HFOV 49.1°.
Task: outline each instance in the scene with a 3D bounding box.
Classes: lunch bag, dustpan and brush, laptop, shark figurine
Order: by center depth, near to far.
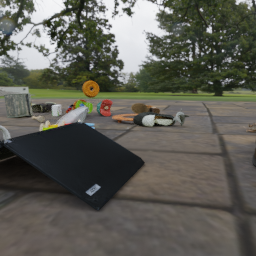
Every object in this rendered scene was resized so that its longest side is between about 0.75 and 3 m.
[{"bbox_3d":[-1.557,0.824,5.499,2.960,1.528,2.623,-24,-1,19],"label":"laptop"},{"bbox_3d":[-2.337,-0.126,10.033,1.868,0.534,1.303,-41,-8,-30],"label":"dustpan and brush"},{"bbox_3d":[2.279,-0.476,11.684,0.516,0.739,1.236,12,0,25],"label":"shark figurine"},{"bbox_3d":[-6.010,-1.287,15.814,0.945,1.319,1.608,-2,7,26],"label":"lunch bag"}]

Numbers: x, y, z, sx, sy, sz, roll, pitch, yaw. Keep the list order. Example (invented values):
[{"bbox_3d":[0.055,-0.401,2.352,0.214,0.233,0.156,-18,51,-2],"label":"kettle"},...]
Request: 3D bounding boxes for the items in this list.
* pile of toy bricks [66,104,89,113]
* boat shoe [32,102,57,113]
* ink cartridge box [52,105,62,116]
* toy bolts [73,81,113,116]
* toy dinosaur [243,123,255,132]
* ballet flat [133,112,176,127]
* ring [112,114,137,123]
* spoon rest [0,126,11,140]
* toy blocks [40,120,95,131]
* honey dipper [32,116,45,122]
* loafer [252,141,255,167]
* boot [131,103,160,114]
[{"bbox_3d":[-2.785,-0.729,14.654,0.764,0.858,1.547,-39,2,27],"label":"pile of toy bricks"},{"bbox_3d":[-5.664,-1.299,18.497,1.910,0.699,0.619,-8,19,-12],"label":"boat shoe"},{"bbox_3d":[-4.238,-1.051,16.665,0.353,0.611,0.840,0,8,1],"label":"ink cartridge box"},{"bbox_3d":[-2.044,-1.555,16.503,2.178,2.080,1.511,16,-6,-23],"label":"toy bolts"},{"bbox_3d":[4.786,0.009,10.472,0.592,0.375,0.873,6,-14,-40],"label":"toy dinosaur"},{"bbox_3d":[1.172,-0.347,11.962,1.869,0.636,0.639,-2,16,-12],"label":"ballet flat"},{"bbox_3d":[0.568,-0.457,13.930,2.730,0.262,2.730,0,9,0],"label":"ring"},{"bbox_3d":[-4.466,0.208,8.278,0.936,0.571,1.884,7,10,39],"label":"spoon rest"},{"bbox_3d":[-1.907,0.069,9.071,1.586,0.576,1.322,-2,9,-4],"label":"toy blocks"},{"bbox_3d":[-4.548,-0.487,14.016,0.301,0.301,1.583,-6,8,-33],"label":"honey dipper"},{"bbox_3d":[3.338,0.266,6.334,1.023,1.000,2.802,3,9,18],"label":"loafer"},{"bbox_3d":[0.795,-1.115,16.933,1.929,0.711,1.492,10,5,-27],"label":"boot"}]
